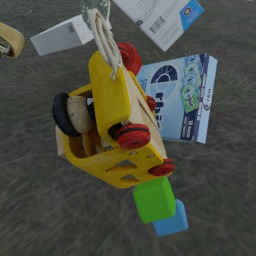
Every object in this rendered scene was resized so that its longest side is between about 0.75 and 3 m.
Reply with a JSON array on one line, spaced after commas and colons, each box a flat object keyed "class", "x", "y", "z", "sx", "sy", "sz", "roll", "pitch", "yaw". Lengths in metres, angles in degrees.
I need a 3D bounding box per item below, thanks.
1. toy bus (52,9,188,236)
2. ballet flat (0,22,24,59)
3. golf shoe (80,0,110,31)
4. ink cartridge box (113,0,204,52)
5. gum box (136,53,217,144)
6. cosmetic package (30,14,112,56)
[{"class": "toy bus", "x": -0.290, "y": 0.005, "z": 3.756, "sx": 1.330, "sy": 2.574, "sz": 2.429, "roll": -20, "pitch": 16, "yaw": 12}, {"class": "ballet flat", "x": -3.985, "y": -2.562, "z": 7.039, "sx": 2.723, "sy": 0.934, "sz": 0.858, "roll": 18, "pitch": 58, "yaw": -33}, {"class": "golf shoe", "x": -0.647, "y": -2.924, "z": 6.244, "sx": 0.678, "sy": 1.732, "sz": 0.842, "roll": -5, "pitch": -3, "yaw": 16}, {"class": "ink cartridge box", "x": 0.948, "y": -4.014, "z": 9.179, "sx": 2.437, "sy": 1.779, "sz": 1.027, "roll": 43, "pitch": 16, "yaw": -9}, {"class": "gum box", "x": 0.757, "y": -0.525, "z": 5.400, "sx": 0.395, "sy": 1.507, "sz": 1.773, "roll": 15, "pitch": -8, "yaw": -37}, {"class": "cosmetic package", "x": -1.844, "y": -2.895, "z": 8.634, "sx": 1.167, "sy": 0.716, "sz": 2.827, "roll": -42, "pitch": 30, "yaw": -29}]
